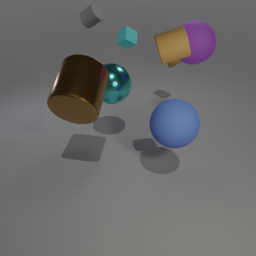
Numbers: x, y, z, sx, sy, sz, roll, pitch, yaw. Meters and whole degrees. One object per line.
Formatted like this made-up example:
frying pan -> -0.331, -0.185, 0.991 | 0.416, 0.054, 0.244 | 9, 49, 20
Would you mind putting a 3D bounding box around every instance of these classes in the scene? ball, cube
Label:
ball -> -0.576, -1.532, 9.708 | 1.400, 1.400, 1.400 | 0, 31, 0
cube -> -0.036, -4.377, 13.623 | 0.700, 0.700, 0.700 | 14, -15, -38
ball -> 1.308, -0.126, 7.890 | 1.400, 1.400, 1.400 | 0, 31, 0
ball -> 2.180, -2.811, 9.249 | 1.400, 1.400, 1.400 | 0, 31, 0

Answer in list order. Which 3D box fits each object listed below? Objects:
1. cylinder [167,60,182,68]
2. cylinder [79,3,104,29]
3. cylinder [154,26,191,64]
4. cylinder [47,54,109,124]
cylinder -> 1.993, -3.146, 12.484 | 0.700, 0.700, 0.700 | -29, 4, 2
cylinder -> -1.442, -4.419, 11.068 | 0.700, 0.700, 0.700 | -22, 18, 33
cylinder -> 1.041, -1.934, 6.571 | 0.700, 0.700, 0.700 | -16, 30, 10
cylinder -> -1.338, -1.039, 7.723 | 1.400, 1.400, 1.400 | 6, 61, 10
